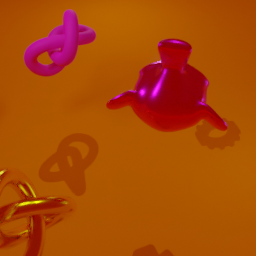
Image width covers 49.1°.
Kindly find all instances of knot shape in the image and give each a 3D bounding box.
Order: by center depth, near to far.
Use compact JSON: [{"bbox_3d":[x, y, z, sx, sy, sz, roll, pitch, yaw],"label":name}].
[{"bbox_3d":[-1.727,1.565,4.265,0.799,1.730,1.619,22,79,44],"label":"knot shape"},{"bbox_3d":[-1.476,-2.037,6.605,0.850,1.839,1.721,47,42,-18],"label":"knot shape"}]

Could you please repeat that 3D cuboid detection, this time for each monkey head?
[{"bbox_3d":[0.612,-0.561,4.180,1.861,1.339,1.122,12,72,12],"label":"monkey head"}]
